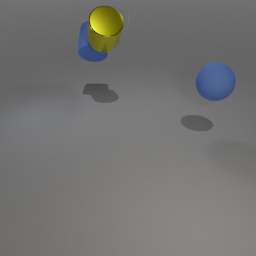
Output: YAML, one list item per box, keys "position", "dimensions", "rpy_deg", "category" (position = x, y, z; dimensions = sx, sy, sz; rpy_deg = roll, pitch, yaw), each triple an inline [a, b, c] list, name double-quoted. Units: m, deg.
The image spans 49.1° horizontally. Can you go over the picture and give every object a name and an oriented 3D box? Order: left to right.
- position: [-1.627, -4.117, 13.357]
  dimensions: [1.400, 1.400, 1.400]
  rpy_deg: [1, 70, 2]
  category: "cylinder"
- position: [-0.980, -4.109, 11.763]
  dimensions: [1.400, 1.400, 1.400]
  rpy_deg: [-7, -10, -12]
  category: "cylinder"
- position: [3.201, -1.690, 10.264]
  dimensions: [1.400, 1.400, 1.400]
  rpy_deg: [0, 28, 0]
  category: "ball"
